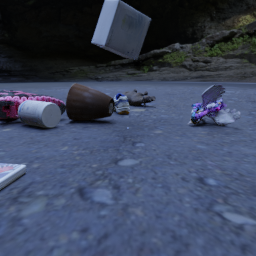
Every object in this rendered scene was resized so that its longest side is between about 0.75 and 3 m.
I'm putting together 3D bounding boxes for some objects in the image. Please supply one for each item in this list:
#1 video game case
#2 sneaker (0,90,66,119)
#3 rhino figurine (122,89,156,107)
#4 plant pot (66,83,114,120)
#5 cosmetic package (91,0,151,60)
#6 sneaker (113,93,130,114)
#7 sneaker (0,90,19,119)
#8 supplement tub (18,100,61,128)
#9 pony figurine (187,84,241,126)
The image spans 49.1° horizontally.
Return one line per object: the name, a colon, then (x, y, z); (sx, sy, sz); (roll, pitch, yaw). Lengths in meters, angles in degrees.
video game case: (-2.960, 0.962, 4.998); (1.552, 0.196, 1.703); (2, 12, 10)
sneaker: (-3.996, -1.091, 11.494); (2.830, 1.118, 1.350); (3, 32, -25)
rhino figurine: (0.623, -1.726, 16.444); (1.167, 0.798, 2.668); (-21, 24, -35)
plant pot: (-1.437, -0.945, 11.362); (1.629, 1.523, 1.523); (10, 14, 13)
cosmetic package: (-0.242, -3.624, 10.450); (1.633, 1.628, 1.004); (12, 11, -39)
sneaker: (-0.393, -1.274, 13.935); (0.805, 0.943, 2.139); (-6, 12, -20)
sneaker: (-5.237, -1.055, 12.378); (0.966, 1.166, 2.446); (-1, 13, -14)
supplement tub: (-3.277, -0.523, 10.326); (1.417, 0.935, 0.935); (9, 15, 34)
pony figurine: (3.195, -0.728, 10.828); (1.818, 1.568, 1.883); (-30, 2, 26)
